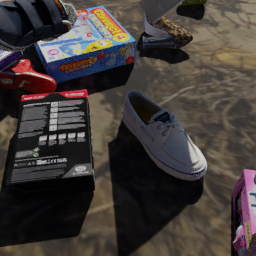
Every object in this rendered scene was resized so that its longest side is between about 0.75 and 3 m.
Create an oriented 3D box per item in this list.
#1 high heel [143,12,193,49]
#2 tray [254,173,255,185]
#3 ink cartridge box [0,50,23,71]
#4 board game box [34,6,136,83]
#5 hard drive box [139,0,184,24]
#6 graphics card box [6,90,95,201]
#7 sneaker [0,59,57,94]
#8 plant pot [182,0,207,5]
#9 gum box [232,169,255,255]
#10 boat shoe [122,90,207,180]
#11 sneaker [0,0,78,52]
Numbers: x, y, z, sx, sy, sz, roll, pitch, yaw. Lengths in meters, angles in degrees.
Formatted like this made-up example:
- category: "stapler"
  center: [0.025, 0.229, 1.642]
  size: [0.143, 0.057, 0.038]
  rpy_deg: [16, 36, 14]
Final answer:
- category: "high heel"
  center: [1.489, -3.952, 10.524]
  size: [1.787, 0.895, 2.506]
  rpy_deg: [0, 62, 7]
- category: "tray"
  center: [3.180, -0.159, 4.321]
  size: [1.519, 0.314, 2.830]
  rpy_deg: [21, 91, 43]
- category: "ink cartridge box"
  center: [-4.435, -1.711, 8.244]
  size: [2.596, 0.610, 2.565]
  rpy_deg: [8, 43, 30]
- category: "board game box"
  center: [-1.672, -3.035, 9.762]
  size: [2.926, 0.835, 2.988]
  rpy_deg: [-20, 50, -17]
- category: "hard drive box"
  center: [1.384, -3.703, 7.244]
  size: [1.466, 0.723, 1.881]
  rpy_deg: [-43, 15, -22]
- category: "graphics card box"
  center: [-1.755, 0.264, 6.751]
  size: [1.772, 0.718, 2.824]
  rpy_deg: [-6, 46, -7]
- category: "sneaker"
  center: [-2.942, -1.706, 8.603]
  size: [1.939, 0.760, 1.120]
  rpy_deg: [12, 49, 9]
- category: "plant pot"
  center: [2.873, -5.952, 12.516]
  size: [1.002, 1.055, 1.055]
  rpy_deg: [-14, 47, 4]
- category: "gum box"
  center: [3.348, 1.816, 5.143]
  size: [2.797, 0.925, 1.587]
  rpy_deg: [7, 47, 7]
- category: "boat shoe"
  center: [0.809, 0.036, 6.777]
  size: [1.003, 0.988, 2.830]
  rpy_deg: [-25, 52, -21]
- category: "sneaker"
  center: [-1.343, -1.610, 4.064]
  size: [0.717, 0.708, 1.805]
  rpy_deg: [-23, 16, 22]
